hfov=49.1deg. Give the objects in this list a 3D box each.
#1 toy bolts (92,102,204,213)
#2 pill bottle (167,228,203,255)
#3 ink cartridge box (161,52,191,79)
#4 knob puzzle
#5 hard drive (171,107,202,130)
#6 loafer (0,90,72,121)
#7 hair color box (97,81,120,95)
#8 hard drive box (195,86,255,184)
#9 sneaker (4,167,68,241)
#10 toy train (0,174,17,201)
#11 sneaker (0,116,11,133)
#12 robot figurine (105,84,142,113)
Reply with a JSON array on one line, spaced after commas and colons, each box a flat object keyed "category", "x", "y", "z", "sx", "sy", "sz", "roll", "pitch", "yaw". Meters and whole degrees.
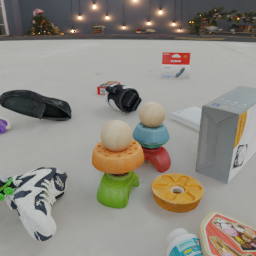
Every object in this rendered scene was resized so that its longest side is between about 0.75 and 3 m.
[{"category": "toy bolts", "x": 0.619, "y": 0.487, "z": 6.636, "sx": 2.478, "sy": 1.799, "sz": 2.594, "roll": 7, "pitch": 24, "yaw": 16}, {"category": "pill bottle", "x": 1.012, "y": 2.112, "z": 4.314, "sx": 0.655, "sy": 0.655, "sz": 1.182, "roll": -7, "pitch": 24, "yaw": -15}, {"category": "ink cartridge box", "x": 2.876, "y": -3.763, "z": 16.895, "sx": 1.727, "sy": 1.521, "sz": 0.386, "roll": 2, "pitch": 23, "yaw": 6}, {"category": "knob puzzle", "x": 1.976, "y": 1.911, "z": 4.415, "sx": 2.156, "sy": 0.299, "sz": 2.156, "roll": 18, "pitch": 17, "yaw": -6}, {"category": "hard drive", "x": 2.798, "y": -0.288, "z": 10.384, "sx": 1.376, "sy": 0.278, "sz": 2.086, "roll": -15, "pitch": 27, "yaw": -31}, {"category": "loafer", "x": -3.255, "y": -0.770, "z": 10.157, "sx": 2.576, "sy": 0.875, "sz": 0.904, "roll": 9, "pitch": 28, "yaw": -34}, {"category": "hair color box", "x": -0.964, "y": -2.054, "z": 14.313, "sx": 0.695, "sy": 0.419, "sz": 1.370, "roll": 8, "pitch": 24, "yaw": 20}, {"category": "hard drive box", "x": 2.856, "y": 0.052, "z": 7.561, "sx": 0.928, "sy": 1.883, "sz": 2.416, "roll": 19, "pitch": 30, "yaw": 36}, {"category": "sneaker", "x": -1.691, "y": 1.368, "z": 5.816, "sx": 1.328, "sy": 0.815, "sz": 2.041, "roll": -28, "pitch": 25, "yaw": -33}, {"category": "toy train", "x": -2.821, "y": 1.386, "z": 5.430, "sx": 1.536, "sy": 0.433, "sz": 0.321, "roll": -34, "pitch": 18, "yaw": 10}, {"category": "sneaker", "x": -4.896, "y": -0.117, "z": 9.586, "sx": 1.608, "sy": 0.648, "sz": 0.671, "roll": 3, "pitch": 29, "yaw": 5}, {"category": "robot figurine", "x": -0.226, "y": -1.199, "z": 11.410, "sx": 1.058, "sy": 1.274, "sz": 1.696, "roll": -26, "pitch": 31, "yaw": -29}]
